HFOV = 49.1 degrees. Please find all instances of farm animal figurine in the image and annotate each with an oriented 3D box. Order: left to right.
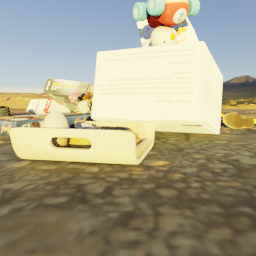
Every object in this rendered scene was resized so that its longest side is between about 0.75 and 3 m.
[{"bbox_3d":[-1.282,-0.716,9.710,0.852,1.369,1.695,-20,3,6],"label":"farm animal figurine"}]

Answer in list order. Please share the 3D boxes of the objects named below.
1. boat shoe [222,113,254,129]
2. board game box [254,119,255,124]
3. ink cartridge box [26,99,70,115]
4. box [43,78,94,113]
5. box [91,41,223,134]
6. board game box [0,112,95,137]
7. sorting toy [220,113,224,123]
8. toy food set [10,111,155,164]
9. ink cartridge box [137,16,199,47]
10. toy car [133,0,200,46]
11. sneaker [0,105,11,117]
[{"bbox_3d":[3.638,-0.215,9.459,1.414,0.510,0.459,4,-3,-30],"label":"boat shoe"},{"bbox_3d":[5.569,-0.299,11.985,0.788,0.188,0.401,-2,5,-18],"label":"board game box"},{"bbox_3d":[-3.682,-0.815,12.929,1.584,0.661,1.151,4,-20,35],"label":"ink cartridge box"},{"bbox_3d":[-1.912,-1.175,12.153,2.191,0.669,2.766,10,-14,29],"label":"box"},{"bbox_3d":[0.868,-0.813,7.045,2.565,1.685,2.578,3,-5,26],"label":"box"},{"bbox_3d":[-2.474,-0.149,8.114,1.742,0.445,2.571,3,9,39],"label":"board game box"},{"bbox_3d":[3.375,-0.884,12.352,2.052,0.409,2.776,33,6,0],"label":"sorting toy"},{"bbox_3d":[-0.522,0.056,4.761,1.734,0.730,2.417,1,5,12],"label":"toy food set"},{"bbox_3d":[1.761,-3.097,10.936,1.889,2.939,1.840,-25,-38,22],"label":"ink cartridge box"},{"bbox_3d":[1.241,-3.107,8.910,1.672,1.814,1.604,-12,14,-28],"label":"toy car"},{"bbox_3d":[-4.312,-0.425,10.107,0.550,0.771,1.554,-1,4,6],"label":"sneaker"}]
